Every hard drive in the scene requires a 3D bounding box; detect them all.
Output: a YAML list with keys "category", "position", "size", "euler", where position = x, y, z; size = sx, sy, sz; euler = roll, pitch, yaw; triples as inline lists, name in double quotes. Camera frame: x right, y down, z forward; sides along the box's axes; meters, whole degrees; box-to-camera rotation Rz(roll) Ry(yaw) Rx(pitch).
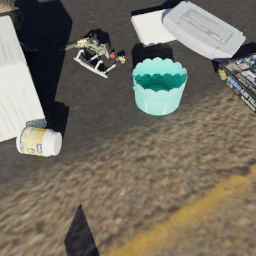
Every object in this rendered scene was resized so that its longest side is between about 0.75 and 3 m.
- category: "hard drive"
  position: [1.343, -4.155, 11.495]
  size: [2.084, 0.278, 1.375]
  euler: [-18, 76, -15]

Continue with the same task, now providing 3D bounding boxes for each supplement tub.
- category: "supplement tub"
  position: [-2.401, 0.373, 7.635]
  size: [1.017, 0.735, 0.735]
  euler: [6, 50, 5]

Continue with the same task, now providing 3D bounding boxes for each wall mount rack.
- category: "wall mount rack"
  position: [-1.136, -2.305, 9.957]
  size: [1.441, 0.537, 1.252]
  euler: [33, 12, 15]

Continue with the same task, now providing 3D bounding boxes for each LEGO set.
- category: "LEGO set"
  position: [-0.857, -2.835, 10.027]
  size: [1.716, 0.486, 1.114]
  euler: [7, 24, -35]

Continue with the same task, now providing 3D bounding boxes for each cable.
- category: "cable"
  position: [-2.119, -3.345, 11.090]
  size: [1.263, 0.318, 0.614]
  euler: [-9, 50, -7]

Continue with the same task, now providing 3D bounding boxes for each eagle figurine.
- category: "eagle figurine"
  position: [-5.031, -3.499, 10.354]
  size: [2.713, 2.058, 2.047]
  euler: [-21, 32, -10]

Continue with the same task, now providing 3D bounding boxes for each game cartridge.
- category: "game cartridge"
  position: [2.924, -3.753, 10.927]
  size: [2.980, 0.603, 1.987]
  euler: [36, 54, 11]

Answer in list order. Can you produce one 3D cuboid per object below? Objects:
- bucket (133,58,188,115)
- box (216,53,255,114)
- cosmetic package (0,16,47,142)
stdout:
- category: "bucket"
  position: [0.960, -1.298, 8.826]
  size: [1.703, 1.108, 1.703]
  euler: [0, 49, 0]
- category: "box"
  position: [4.590, -1.659, 9.499]
  size: [2.226, 0.557, 2.243]
  euler: [-18, 52, -16]
- category: "cosmetic package"
  position: [-4.215, -1.162, 7.788]
  size: [2.963, 2.479, 2.464]
  euler: [-20, 53, -15]
